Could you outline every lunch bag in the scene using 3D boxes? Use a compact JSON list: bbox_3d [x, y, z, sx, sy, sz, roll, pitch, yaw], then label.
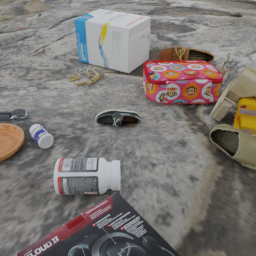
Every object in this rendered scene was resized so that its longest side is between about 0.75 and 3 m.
[{"bbox_3d":[2.071,-1.972,11.248,2.951,1.209,2.599,-1,31,-3],"label":"lunch bag"}]

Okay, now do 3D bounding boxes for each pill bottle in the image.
[{"bbox_3d":[-2.690,0.235,8.666,0.487,0.487,0.842,-24,42,-30],"label":"pill bottle"},{"bbox_3d":[-0.975,1.196,6.973,1.558,0.902,0.902,0,36,-1],"label":"pill bottle"}]

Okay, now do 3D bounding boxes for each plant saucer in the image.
[{"bbox_3d":[-4.050,0.485,8.456,1.803,0.338,1.803,0,35,0],"label":"plant saucer"}]

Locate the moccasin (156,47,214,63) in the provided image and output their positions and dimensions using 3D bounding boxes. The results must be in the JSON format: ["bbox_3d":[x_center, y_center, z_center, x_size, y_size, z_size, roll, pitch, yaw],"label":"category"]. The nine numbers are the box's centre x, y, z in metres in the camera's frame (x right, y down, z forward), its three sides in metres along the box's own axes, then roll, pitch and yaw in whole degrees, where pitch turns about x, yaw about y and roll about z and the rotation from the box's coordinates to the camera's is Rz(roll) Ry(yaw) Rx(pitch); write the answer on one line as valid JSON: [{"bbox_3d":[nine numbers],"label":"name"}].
[{"bbox_3d":[2.686,-3.284,13.155,2.680,0.980,1.035,6,11,-6],"label":"moccasin"}]

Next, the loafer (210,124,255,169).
[{"bbox_3d":[3.274,0.616,7.611,0.855,0.963,2.534,-5,21,-44],"label":"loafer"}]

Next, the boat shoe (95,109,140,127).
[{"bbox_3d":[-0.339,-0.294,9.361,1.494,0.536,0.505,-1,31,-5],"label":"boat shoe"}]

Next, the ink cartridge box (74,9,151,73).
[{"bbox_3d":[-0.668,-4.239,13.484,2.931,2.120,2.158,19,40,23],"label":"ink cartridge box"}]

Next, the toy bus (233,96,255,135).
[{"bbox_3d":[4.158,-0.708,9.457,0.909,1.093,2.792,14,38,18],"label":"toy bus"}]

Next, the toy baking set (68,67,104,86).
[{"bbox_3d":[-1.844,-2.381,12.552,1.448,0.220,1.887,21,41,27],"label":"toy baking set"}]

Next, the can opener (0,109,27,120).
[{"bbox_3d":[-4.175,-0.511,9.761,1.284,0.429,0.343,1,36,1],"label":"can opener"}]

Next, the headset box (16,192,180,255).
[{"bbox_3d":[-0.315,2.600,4.704,2.144,1.112,2.881,-26,45,-33],"label":"headset box"}]

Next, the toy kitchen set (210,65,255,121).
[{"bbox_3d":[3.755,-0.584,8.952,1.714,1.900,1.550,35,47,9],"label":"toy kitchen set"}]
